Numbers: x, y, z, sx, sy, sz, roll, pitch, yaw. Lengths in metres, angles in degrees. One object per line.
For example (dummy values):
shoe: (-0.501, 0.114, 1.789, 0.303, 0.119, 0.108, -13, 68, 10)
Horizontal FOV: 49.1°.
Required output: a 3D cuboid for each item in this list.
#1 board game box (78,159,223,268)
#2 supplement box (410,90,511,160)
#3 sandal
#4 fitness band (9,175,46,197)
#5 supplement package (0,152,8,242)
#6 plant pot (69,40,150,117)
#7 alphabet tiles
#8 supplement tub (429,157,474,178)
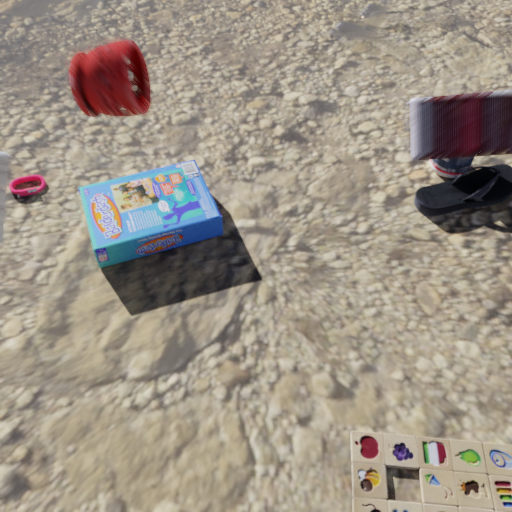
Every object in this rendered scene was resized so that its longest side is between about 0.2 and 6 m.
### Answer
board game box: (-2.318, -0.983, 12.189, 2.707, 0.609, 2.059, -15, 51, -13)
supplement box: (3.535, -2.174, 9.287, 1.870, 1.018, 0.569, -1, 16, 13)
sandal: (4.882, -1.555, 12.721, 2.658, 0.569, 1.011, -19, 52, -16)
fitness band: (-5.346, -1.647, 13.100, 0.806, 0.151, 0.579, -12, 47, -11)
supplement package: (-4.224, -0.884, 8.124, 0.801, 1.370, 0.804, 11, 12, 12)
plant pot: (-2.410, -2.866, 9.182, 1.059, 1.163, 1.163, -4, 49, 6)
alphabet tiles: (2.712, 4.143, 8.058, 2.639, 0.119, 3.157, 4, 49, 3)
supplement tub: (4.685, -2.608, 13.094, 0.976, 1.391, 0.976, 0, 49, 0)
